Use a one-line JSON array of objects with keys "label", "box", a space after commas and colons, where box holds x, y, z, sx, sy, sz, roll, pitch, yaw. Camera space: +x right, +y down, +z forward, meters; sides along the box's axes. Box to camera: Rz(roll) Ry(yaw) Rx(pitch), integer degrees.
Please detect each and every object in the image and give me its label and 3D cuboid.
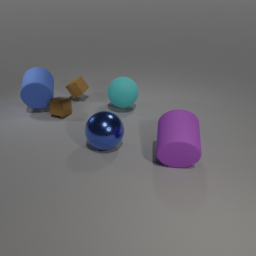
[{"label": "cylinder", "box": [-4.116, -1.834, 12.802, 1.400, 1.400, 1.400, -5, 41, -9]}, {"label": "cylinder", "box": [1.653, 0.350, 9.178, 1.400, 1.400, 1.400, 3, 48, 6]}, {"label": "cube", "box": [-2.513, -2.033, 13.909, 0.700, 0.700, 0.700, -21, 24, 30]}, {"label": "cube", "box": [-3.001, -0.957, 12.514, 0.700, 0.700, 0.700, 11, 20, 20]}, {"label": "ball", "box": [-0.228, -1.632, 12.830, 1.400, 1.400, 1.400, 0, 29, 0]}, {"label": "ball", "box": [-0.835, 0.093, 10.021, 1.400, 1.400, 1.400, 0, 29, 0]}]
